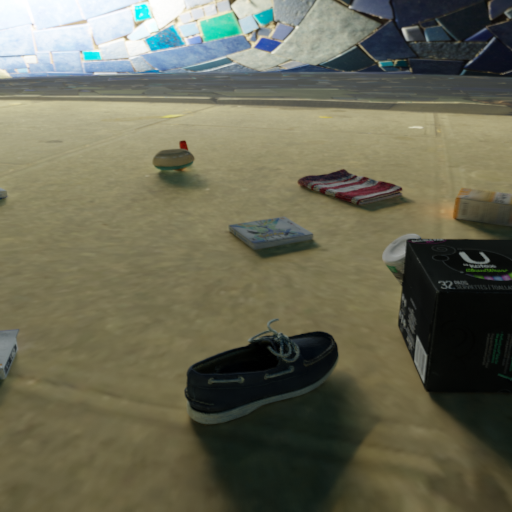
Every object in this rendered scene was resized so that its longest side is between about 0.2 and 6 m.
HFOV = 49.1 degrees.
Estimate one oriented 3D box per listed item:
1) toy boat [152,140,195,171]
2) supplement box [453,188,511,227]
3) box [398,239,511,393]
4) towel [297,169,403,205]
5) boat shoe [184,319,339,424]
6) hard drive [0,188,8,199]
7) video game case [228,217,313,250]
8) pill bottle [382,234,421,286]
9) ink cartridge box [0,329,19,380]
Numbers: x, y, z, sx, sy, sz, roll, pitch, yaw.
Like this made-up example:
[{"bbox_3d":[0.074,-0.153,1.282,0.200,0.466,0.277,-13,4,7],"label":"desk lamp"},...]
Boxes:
[{"bbox_3d":[-2.139,-2.656,15.340,1.156,0.639,1.375,2,30,15],"label":"toy boat"},{"bbox_3d":[4.733,-0.990,11.331,1.292,0.475,0.814,11,26,24],"label":"supplement box"},{"bbox_3d":[2.828,0.635,6.386,2.045,1.271,1.519,0,23,2],"label":"box"},{"bbox_3d":[2.210,-1.660,13.290,1.511,0.239,2.097,-16,28,-32],"label":"towel"},{"bbox_3d":[0.116,1.138,6.023,1.972,0.610,0.738,-13,26,-29],"label":"boat shoe"},{"bbox_3d":[-6.522,-1.481,12.900,1.478,0.188,0.975,21,30,41],"label":"hard drive"},{"bbox_3d":[0.260,-0.448,10.475,1.234,0.136,1.125,-11,25,-24],"label":"video game case"},{"bbox_3d":[2.172,0.249,7.422,0.572,1.011,0.572,-35,21,15],"label":"pill bottle"},{"bbox_3d":[-3.258,1.163,6.520,0.831,0.182,0.839,-3,25,-8],"label":"ink cartridge box"}]
